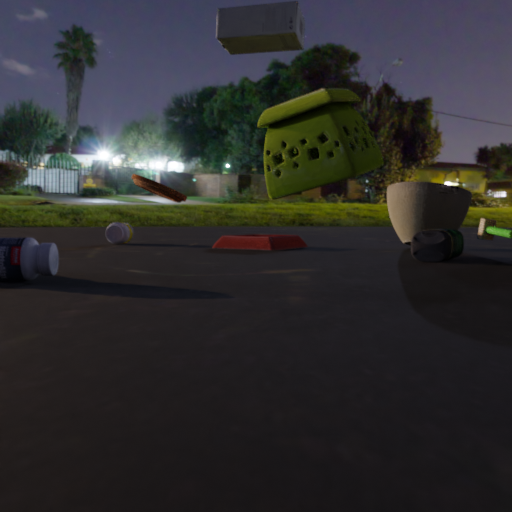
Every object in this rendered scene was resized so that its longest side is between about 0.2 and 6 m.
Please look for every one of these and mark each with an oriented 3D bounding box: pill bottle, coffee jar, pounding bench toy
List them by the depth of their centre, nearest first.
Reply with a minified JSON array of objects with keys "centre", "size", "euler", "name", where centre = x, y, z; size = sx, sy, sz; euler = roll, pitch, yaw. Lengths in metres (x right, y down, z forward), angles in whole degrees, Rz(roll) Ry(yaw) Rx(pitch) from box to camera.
[{"centre":[-2.864,0.039,6.695],"size":[0.877,0.524,0.524],"euler":[-1,4,-4],"name":"pill bottle"},{"centre":[4.440,-0.362,9.145],"size":[1.610,1.000,1.256],"euler":[2,5,25],"name":"pounding bench toy"},{"centre":[3.206,-0.196,9.910],"size":[0.688,0.563,1.320],"euler":[2,5,30],"name":"coffee jar"},{"centre":[-3.943,-0.647,16.075],"size":[0.634,0.634,1.128],"euler":[0,3,0],"name":"pill bottle"}]

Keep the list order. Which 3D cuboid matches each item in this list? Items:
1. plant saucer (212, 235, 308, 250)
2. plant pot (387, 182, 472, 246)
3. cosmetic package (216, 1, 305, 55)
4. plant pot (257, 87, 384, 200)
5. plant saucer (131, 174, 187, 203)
[{"centre":[0.122,-0.359,14.177],"size":[1.816,0.333,1.813],"euler":[3,5,32],"name":"plant saucer"},{"centre":[4.171,-0.927,13.800],"size":[2.020,1.356,2.020],"euler":[9,-5,1],"name":"plant pot"},{"centre":[0.097,-4.390,10.860],"size":[1.588,0.644,0.896],"euler":[3,-1,14],"name":"cosmetic package"},{"centre":[0.958,-1.789,8.730],"size":[1.509,1.370,1.502],"euler":[-11,8,31],"name":"plant pot"},{"centre":[-2.418,-1.640,13.902],"size":[1.444,0.233,1.444],"euler":[22,-2,1],"name":"plant saucer"}]
